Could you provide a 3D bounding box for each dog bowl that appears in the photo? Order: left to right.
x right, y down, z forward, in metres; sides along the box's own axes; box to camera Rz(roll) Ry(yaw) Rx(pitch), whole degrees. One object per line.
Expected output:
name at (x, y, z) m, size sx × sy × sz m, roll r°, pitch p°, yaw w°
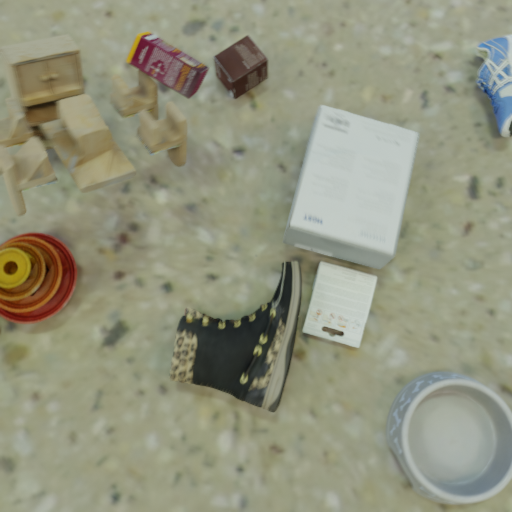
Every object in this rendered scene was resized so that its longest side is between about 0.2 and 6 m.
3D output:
dog bowl at (2.848, 2.609, 8.023) m, size 1.894 × 0.555 × 1.894 m, roll 0°, pitch 76°, yaw -1°

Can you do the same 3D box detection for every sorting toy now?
sorting toy at (-4.151, 0.551, 8.158) m, size 2.939 × 1.207 × 1.766 m, roll -34°, pitch 79°, yaw -7°

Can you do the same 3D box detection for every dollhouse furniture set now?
dollhouse furniture set at (-2.569, -1.667, 7.908) m, size 2.297 × 1.627 × 2.501 m, roll -23°, pitch 58°, yaw -25°

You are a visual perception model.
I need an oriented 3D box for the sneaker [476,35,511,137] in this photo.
sneaker at (4.038, -2.790, 9.295) m, size 0.702 × 0.690 × 1.822 m, roll 0°, pitch 72°, yaw 15°

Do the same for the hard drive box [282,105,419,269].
hard drive box at (1.442, -1.041, 8.577) m, size 1.613 × 0.795 × 2.070 m, roll 16°, pitch 73°, yaw 0°

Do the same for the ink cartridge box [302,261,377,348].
ink cartridge box at (1.286, 0.745, 8.637) m, size 0.923 × 0.285 × 1.138 m, roll 16°, pitch 85°, yaw 3°

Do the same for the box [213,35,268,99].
box at (-0.246, -3.140, 9.339) m, size 0.715 × 0.593 × 0.587 m, roll -35°, pitch 79°, yaw -8°

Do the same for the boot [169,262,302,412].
boot at (-0.245, 1.025, 8.273) m, size 1.684 × 0.818 × 2.237 m, roll 10°, pitch 75°, yaw 6°

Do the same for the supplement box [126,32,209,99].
supplement box at (-1.191, -2.594, 7.609) m, size 0.970 × 0.535 × 0.415 m, roll 29°, pitch 115°, yaw -7°
